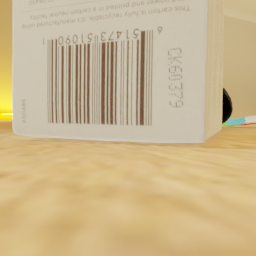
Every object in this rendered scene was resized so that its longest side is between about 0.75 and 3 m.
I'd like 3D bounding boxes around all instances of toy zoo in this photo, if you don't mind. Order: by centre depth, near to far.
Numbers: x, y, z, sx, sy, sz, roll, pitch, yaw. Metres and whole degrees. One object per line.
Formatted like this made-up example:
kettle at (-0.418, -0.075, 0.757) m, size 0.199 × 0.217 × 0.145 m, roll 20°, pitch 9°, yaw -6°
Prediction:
toy zoo at (3.194, -0.194, 7.316) m, size 1.587 × 0.162 × 1.041 m, roll -8°, pitch -6°, yaw 42°

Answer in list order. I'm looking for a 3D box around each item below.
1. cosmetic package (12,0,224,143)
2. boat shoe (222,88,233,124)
cosmetic package at (0.157, -0.932, 3.709) m, size 2.063 × 2.065 × 2.503 m, roll 2°, pitch 2°, yaw 20°
boat shoe at (1.269, -0.926, 5.878) m, size 2.769 × 1.013 × 0.868 m, roll 29°, pitch 17°, yaw -36°
